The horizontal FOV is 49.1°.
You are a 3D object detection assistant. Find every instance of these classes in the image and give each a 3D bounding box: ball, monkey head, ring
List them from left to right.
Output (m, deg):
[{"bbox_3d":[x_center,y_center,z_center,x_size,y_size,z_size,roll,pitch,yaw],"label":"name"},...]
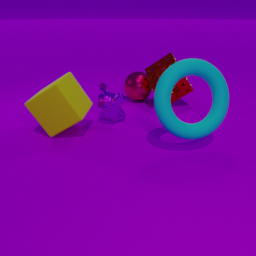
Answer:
[{"bbox_3d":[-0.440,-0.816,8.628,0.988,1.373,0.828,-29,12,23],"label":"monkey head"},{"bbox_3d":[0.383,-1.590,10.679,1.125,1.125,1.125,0,23,0],"label":"ball"},{"bbox_3d":[1.561,-0.686,6.791,1.960,1.960,0.392,-6,7,-14],"label":"ring"}]

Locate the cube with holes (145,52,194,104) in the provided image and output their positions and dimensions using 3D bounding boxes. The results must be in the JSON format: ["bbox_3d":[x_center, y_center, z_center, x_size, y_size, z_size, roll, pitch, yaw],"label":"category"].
[{"bbox_3d":[1.465,-1.722,9.990,1.121,1.121,1.121,-30,52,20],"label":"cube with holes"}]

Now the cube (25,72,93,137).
[{"bbox_3d":[-1.897,-0.670,7.881,1.163,1.163,1.163,-27,20,20],"label":"cube"}]
